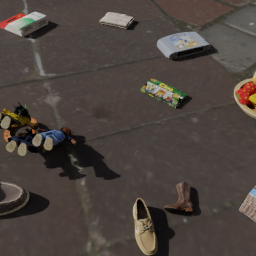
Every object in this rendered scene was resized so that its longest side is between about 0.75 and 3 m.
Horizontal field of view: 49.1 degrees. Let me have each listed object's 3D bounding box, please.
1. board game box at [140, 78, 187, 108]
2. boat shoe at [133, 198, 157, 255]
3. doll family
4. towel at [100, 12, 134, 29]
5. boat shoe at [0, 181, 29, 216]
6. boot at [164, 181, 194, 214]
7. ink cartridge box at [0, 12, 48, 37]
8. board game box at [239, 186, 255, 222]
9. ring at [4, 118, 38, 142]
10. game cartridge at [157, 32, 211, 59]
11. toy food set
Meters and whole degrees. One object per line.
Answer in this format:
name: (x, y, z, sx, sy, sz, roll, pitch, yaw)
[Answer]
board game box: (1.222, -1.228, 9.690, 1.440, 0.169, 0.755, 29, 53, 24)
boat shoe: (0.354, 2.205, 6.327, 0.449, 0.406, 1.259, -10, 48, -10)
doll family: (-2.739, 0.068, 7.733, 2.701, 1.561, 1.060, 31, 97, 5)
towel: (-0.514, -5.090, 13.226, 1.471, 0.254, 0.975, 16, 48, 15)
boat shoe: (-3.607, 1.573, 6.717, 2.331, 0.694, 0.837, 2, 47, 2)
boot: (1.228, 1.686, 6.910, 0.751, 0.259, 0.806, 9, 50, -9)
ink cartridge box: (-4.979, -4.994, 13.009, 1.958, 0.490, 1.575, 28, 53, 22)
board game box: (3.732, 1.632, 6.576, 1.343, 0.816, 1.684, 36, 56, 28)
ring: (-3.216, 0.074, 8.439, 1.044, 0.100, 1.044, -7, 46, 7)
game cartridge: (2.283, -3.491, 11.679, 1.961, 0.407, 1.306, -17, 53, -15)
toy food set: (4.834, -0.991, 8.923, 2.739, 0.666, 2.711, -23, 46, -24)
